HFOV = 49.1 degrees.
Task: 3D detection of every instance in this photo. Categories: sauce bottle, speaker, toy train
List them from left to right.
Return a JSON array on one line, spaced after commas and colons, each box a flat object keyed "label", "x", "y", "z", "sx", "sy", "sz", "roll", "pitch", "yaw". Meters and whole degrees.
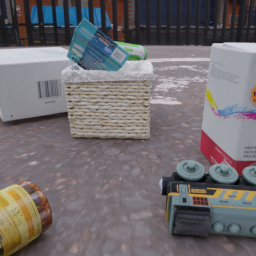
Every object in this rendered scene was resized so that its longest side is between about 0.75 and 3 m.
[{"label": "sauce bottle", "x": -2.046, "y": 1.432, "z": 3.066, "sx": 0.828, "sy": 0.828, "sz": 2.507, "roll": 14, "pitch": 27, "yaw": 35}, {"label": "speaker", "x": -0.279, "y": -2.586, "z": 9.721, "sx": 1.858, "sy": 0.822, "sz": 0.822, "roll": -1, "pitch": 18, "yaw": -31}, {"label": "toy train", "x": 1.408, "y": 1.090, "z": 4.113, "sx": 1.909, "sy": 0.813, "sz": 1.088, "roll": 4, "pitch": 33, "yaw": 5}]

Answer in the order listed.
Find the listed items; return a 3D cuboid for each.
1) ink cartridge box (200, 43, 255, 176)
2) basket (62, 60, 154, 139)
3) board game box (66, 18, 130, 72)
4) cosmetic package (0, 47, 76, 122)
[{"label": "ink cartridge box", "x": 2.661, "y": -0.385, "z": 5.558, "sx": 1.789, "sy": 2.463, "sz": 1.781, "roll": -2, "pitch": 20, "yaw": -5}, {"label": "basket", "x": -0.469, "y": -0.893, "z": 7.903, "sx": 2.291, "sy": 1.843, "sz": 2.271, "roll": 1, "pitch": 20, "yaw": 2}, {"label": "board game box", "x": -0.829, "y": -1.856, "z": 7.168, "sx": 1.325, "sy": 0.412, "sz": 1.755, "roll": 36, "pitch": -15, "yaw": -12}, {"label": "cosmetic package", "x": -3.133, "y": -1.695, "z": 9.555, "sx": 2.852, "sy": 1.759, "sz": 2.861, "roll": -12, "pitch": 26, "yaw": -29}]
